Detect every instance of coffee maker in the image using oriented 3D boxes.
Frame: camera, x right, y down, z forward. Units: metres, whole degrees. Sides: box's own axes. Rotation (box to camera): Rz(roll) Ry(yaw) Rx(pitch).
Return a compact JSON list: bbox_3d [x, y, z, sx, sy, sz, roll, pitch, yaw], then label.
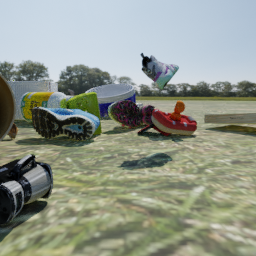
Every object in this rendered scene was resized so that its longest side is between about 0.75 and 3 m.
[{"bbox_3d":[-1.345,0.683,3.007,0.809,0.567,0.842,-19,1,15],"label":"coffee maker"}]

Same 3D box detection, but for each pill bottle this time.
[{"bbox_3d":[-3.278,-0.848,11.756,2.344,1.322,1.322,4,8,24],"label":"pill bottle"}]

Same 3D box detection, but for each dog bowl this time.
[{"bbox_3d":[-0.975,-1.628,15.910,2.834,1.116,2.834,-6,22,3],"label":"dog bowl"}]

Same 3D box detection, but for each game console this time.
[{"bbox_3d":[0.862,0.138,8.829,0.811,0.559,0.941,-31,-6,22],"label":"game console"}]

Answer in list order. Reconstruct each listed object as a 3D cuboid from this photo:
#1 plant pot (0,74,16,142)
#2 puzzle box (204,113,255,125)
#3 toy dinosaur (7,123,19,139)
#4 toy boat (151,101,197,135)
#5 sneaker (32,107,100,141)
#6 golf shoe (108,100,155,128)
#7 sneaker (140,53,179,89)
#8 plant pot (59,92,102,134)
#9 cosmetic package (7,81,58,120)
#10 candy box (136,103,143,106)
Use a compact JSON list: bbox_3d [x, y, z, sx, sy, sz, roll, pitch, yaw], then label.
[{"bbox_3d":[-3.624,-0.265,6.124,1.940,1.940,2.081,-4,-7,-30],"label":"plant pot"},{"bbox_3d":[4.381,-0.307,9.716,1.891,0.361,2.842,2,0,-39],"label":"puzzle box"},{"bbox_3d":[-4.335,-0.574,7.379,2.951,1.567,0.891,45,-14,-28],"label":"toy dinosaur"},{"bbox_3d":[1.449,-0.379,8.501,1.433,0.937,0.935,6,24,-17],"label":"toy boat"},{"bbox_3d":[-1.788,-0.166,8.037,2.172,0.851,0.977,12,21,19],"label":"sneaker"},{"bbox_3d":[-0.009,-0.479,10.653,1.223,0.964,2.655,0,-3,34],"label":"golf shoe"},{"bbox_3d":[0.719,-1.559,7.025,0.987,0.549,1.411,38,25,1],"label":"sneaker"},{"bbox_3d":[-1.546,-0.449,8.969,1.178,1.298,1.292,-7,9,-10],"label":"plant pot"},{"bbox_3d":[-4.711,-1.343,13.678,2.200,1.814,1.815,1,6,0],"label":"cosmetic package"},{"bbox_3d":[-0.033,-1.215,17.527,1.382,0.618,2.027,3,8,24],"label":"candy box"}]
